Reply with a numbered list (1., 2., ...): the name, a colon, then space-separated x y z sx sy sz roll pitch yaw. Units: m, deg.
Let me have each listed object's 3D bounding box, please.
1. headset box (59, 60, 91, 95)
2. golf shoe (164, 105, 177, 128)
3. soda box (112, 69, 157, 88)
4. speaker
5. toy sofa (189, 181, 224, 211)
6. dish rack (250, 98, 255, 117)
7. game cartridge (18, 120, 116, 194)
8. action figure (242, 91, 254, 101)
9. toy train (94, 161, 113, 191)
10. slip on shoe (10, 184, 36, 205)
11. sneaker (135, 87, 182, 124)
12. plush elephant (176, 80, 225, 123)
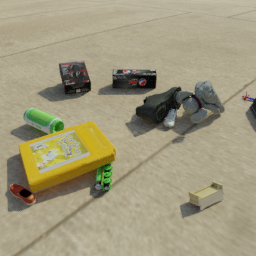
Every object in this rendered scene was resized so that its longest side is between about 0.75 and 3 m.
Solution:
1. headset box: -2.765 -2.699 14.456 1.362 0.688 1.833 -10 57 -15
2. golf shoe: 1.807 -0.507 11.838 0.480 0.596 1.226 12 37 12
3. soda box: 0.334 -2.582 14.697 2.296 0.812 0.727 1 36 0
4. speaker: -3.417 -0.259 11.332 1.742 0.770 0.770 21 39 28
5. toy sofa: 2.338 2.011 8.340 1.015 0.495 0.420 -17 13 -23
6. dish rack: 6.793 -0.707 12.128 2.431 0.663 1.864 4 36 2
7. game cartridge: -2.117 0.797 9.631 2.898 0.470 2.554 -21 34 -18
8. action figure: 5.924 -1.523 13.548 0.779 0.385 0.254 16 37 26
9. toy train: -0.786 1.329 9.320 0.541 0.401 1.920 -8 34 6
10. slip on shoe: -3.190 1.936 8.449 1.081 0.331 0.401 23 42 32
11. sneaker: 1.435 -1.185 12.499 1.317 1.102 2.902 14 32 36
12. plush elephant: 3.071 -1.128 12.105 1.592 1.694 2.057 -29 -10 20
